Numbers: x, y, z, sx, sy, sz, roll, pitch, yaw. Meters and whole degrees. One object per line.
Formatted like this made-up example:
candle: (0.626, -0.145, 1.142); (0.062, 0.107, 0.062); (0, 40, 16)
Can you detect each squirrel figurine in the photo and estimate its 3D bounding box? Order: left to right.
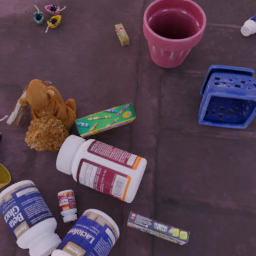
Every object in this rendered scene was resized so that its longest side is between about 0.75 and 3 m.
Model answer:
squirrel figurine: (-2.979, -0.458, 10.463); (1.890, 2.493, 2.671); (-10, 65, -4)

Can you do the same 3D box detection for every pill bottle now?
pill bottle: (-3.254, 3.101, 9.383); (1.353, 1.353, 2.436); (-34, 69, -15)
pill bottle: (-2.143, 2.781, 9.989); (0.563, 0.563, 1.027); (-13, 70, -6)
pill bottle: (-1.426, 3.822, 8.540); (1.410, 1.410, 2.437); (28, 45, 13)
pill bottle: (-0.942, 1.392, 10.056); (2.906, 1.659, 1.659); (21, 66, 9)
pill bottle: (6.139, -5.040, 13.679); (1.264, 0.702, 0.702); (-38, 70, -16)

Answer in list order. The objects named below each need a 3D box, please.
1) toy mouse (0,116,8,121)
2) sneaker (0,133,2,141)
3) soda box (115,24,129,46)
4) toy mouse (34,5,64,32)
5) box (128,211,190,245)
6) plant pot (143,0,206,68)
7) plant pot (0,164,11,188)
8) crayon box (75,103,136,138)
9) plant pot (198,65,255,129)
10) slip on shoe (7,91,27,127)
toy mouse: (-6.471, -0.107, 11.366); (2.994, 0.579, 2.660); (-33, 69, -15)
sneaker: (-5.239, 0.933, 10.953); (0.776, 0.546, 1.460); (32, 78, 9)
soda box: (-0.290, -4.535, 13.618); (0.350, 0.370, 1.093); (-19, 66, -9)
toy mouse: (-4.085, -5.683, 14.163); (1.744, 0.380, 1.962); (33, 68, 14)
box: (0.970, 3.379, 9.418); (1.987, 1.093, 0.345); (17, 65, 9)
plant pot: (1.889, -3.959, 12.282); (2.539, 2.273, 2.539); (0, 64, -1)
plant pot: (-5.048, 1.864, 10.241); (0.817, 1.151, 1.151); (-42, 69, 8)
crayon box: (-0.889, -0.273, 10.983); (2.216, 1.316, 0.646); (-18, 87, -9)
plant pot: (3.972, -1.318, 11.231); (2.042, 2.042, 1.836); (6, 57, 3)
slip on shoe: (-4.237, -0.759, 11.159); (0.515, 0.646, 1.699); (30, 108, -21)
